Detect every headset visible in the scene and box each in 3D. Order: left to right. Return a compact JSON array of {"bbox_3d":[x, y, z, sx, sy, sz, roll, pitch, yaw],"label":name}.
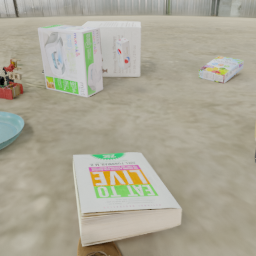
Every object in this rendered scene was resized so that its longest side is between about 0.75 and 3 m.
[{"bbox_3d":[-5.491,-2.191,12.422,0.813,0.619,1.317,-5,38,-12],"label":"headset"}]

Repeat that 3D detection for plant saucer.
[{"bbox_3d":[-4.340,0.192,7.914,2.730,0.374,2.730,0,26,0],"label":"plant saucer"}]

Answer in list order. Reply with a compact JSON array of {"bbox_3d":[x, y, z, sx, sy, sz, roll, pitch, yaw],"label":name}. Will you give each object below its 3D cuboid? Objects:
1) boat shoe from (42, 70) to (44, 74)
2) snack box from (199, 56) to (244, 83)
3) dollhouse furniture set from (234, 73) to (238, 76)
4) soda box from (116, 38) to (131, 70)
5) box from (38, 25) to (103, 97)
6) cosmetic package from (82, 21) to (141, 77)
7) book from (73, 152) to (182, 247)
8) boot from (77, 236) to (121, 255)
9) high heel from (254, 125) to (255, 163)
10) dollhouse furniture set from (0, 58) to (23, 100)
[{"bbox_3d":[-4.044,-3.071,14.430,0.464,0.383,1.239,10,28,18],"label":"boat shoe"},{"bbox_3d":[4.499,-2.858,13.533,1.350,0.503,1.899,25,46,38],"label":"snack box"},{"bbox_3d":[5.259,-3.035,14.208,0.709,0.502,0.772,22,35,38],"label":"dollhouse furniture set"},{"bbox_3d":[-0.157,-2.718,10.313,0.369,1.084,0.345,-33,50,-26],"label":"soda box"},{"bbox_3d":[-2.260,-2.776,11.438,2.248,2.548,1.232,16,32,27],"label":"box"},{"bbox_3d":[-0.768,-3.995,14.043,2.823,2.363,2.348,0,28,2],"label":"cosmetic package"},{"bbox_3d":[-0.191,1.157,5.549,1.667,0.600,2.495,-2,17,-14],"label":"book"},{"bbox_3d":[-0.381,1.975,4.027,0.702,0.719,1.907,-10,24,-12],"label":"boot"},{"bbox_3d":[4.328,0.143,7.351,1.795,0.899,2.518,5,42,21],"label":"high heel"},{"bbox_3d":[-4.634,-1.927,10.972,0.601,1.477,0.795,11,27,11],"label":"dollhouse furniture set"}]
